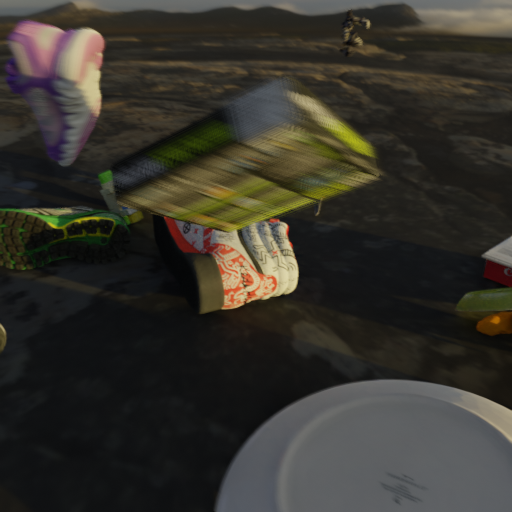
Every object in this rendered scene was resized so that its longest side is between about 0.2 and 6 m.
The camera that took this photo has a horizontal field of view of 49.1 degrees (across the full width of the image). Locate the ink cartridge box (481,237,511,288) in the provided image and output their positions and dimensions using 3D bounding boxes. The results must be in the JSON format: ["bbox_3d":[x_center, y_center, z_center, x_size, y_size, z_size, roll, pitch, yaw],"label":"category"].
[{"bbox_3d":[3.986,0.236,8.160,1.010,0.482,1.151,-22,34,-36],"label":"ink cartridge box"}]

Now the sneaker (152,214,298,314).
[{"bbox_3d":[-0.531,-0.261,8.573,1.675,1.043,3.125,-9,32,-20],"label":"sneaker"}]

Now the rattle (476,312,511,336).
[{"bbox_3d":[3.306,1.046,6.627,0.821,0.748,1.149,-12,50,-5],"label":"rattle"}]

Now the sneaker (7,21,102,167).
[{"bbox_3d":[-2.624,-2.087,7.191,1.043,2.359,0.949,19,61,-9],"label":"sneaker"}]

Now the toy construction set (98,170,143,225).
[{"bbox_3d":[-1.736,-1.411,10.538,1.834,1.289,2.797,-9,7,42],"label":"toy construction set"}]

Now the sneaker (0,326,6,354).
[{"bbox_3d":[-3.923,1.068,6.145,2.153,0.815,0.829,-13,33,-27],"label":"sneaker"}]

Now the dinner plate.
[{"bbox_3d":[1.174,1.938,4.542,3.116,0.378,3.116,-8,28,4],"label":"dinner plate"}]

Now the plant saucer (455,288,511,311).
[{"bbox_3d":[3.274,0.525,7.114,1.437,0.223,1.437,-5,-4,0],"label":"plant saucer"}]

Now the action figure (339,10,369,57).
[{"bbox_3d":[1.842,-4.223,10.600,0.494,0.575,0.968,10,63,0],"label":"action figure"}]

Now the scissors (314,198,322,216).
[{"bbox_3d":[1.216,-1.234,11.515,0.752,0.143,2.055,13,31,19],"label":"scissors"}]

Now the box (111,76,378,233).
[{"bbox_3d":[-0.046,-0.924,6.112,2.197,0.522,2.122,-20,-13,28],"label":"box"}]

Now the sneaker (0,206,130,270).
[{"bbox_3d":[-3.269,-0.340,9.047,2.421,0.945,1.031,4,18,-13],"label":"sneaker"}]
